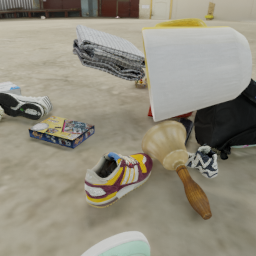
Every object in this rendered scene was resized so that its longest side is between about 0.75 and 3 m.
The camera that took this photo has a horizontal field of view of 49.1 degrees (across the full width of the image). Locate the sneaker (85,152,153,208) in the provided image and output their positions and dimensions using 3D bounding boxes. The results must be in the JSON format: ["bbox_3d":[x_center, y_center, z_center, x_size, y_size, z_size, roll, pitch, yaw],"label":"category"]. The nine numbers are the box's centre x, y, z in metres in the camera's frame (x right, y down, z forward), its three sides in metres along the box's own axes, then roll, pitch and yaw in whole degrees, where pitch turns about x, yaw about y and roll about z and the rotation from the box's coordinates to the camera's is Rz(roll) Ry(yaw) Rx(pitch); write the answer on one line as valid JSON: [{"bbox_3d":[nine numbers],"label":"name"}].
[{"bbox_3d":[-0.115,0.986,6.919,0.858,1.032,2.291,18,32,32],"label":"sneaker"}]

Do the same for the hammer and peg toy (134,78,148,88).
[{"bbox_3d":[0.700,-2.386,14.418,0.755,0.362,1.026,1,27,1],"label":"hammer and peg toy"}]

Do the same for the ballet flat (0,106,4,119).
[{"bbox_3d":[-5.008,-0.483,10.426,0.633,0.641,1.882,1,36,-9],"label":"ballet flat"}]

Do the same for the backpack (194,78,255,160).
[{"bbox_3d":[3.600,-0.524,8.667,2.944,2.457,1.863,-2,22,-18],"label":"backpack"}]

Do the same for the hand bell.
[{"bbox_3d":[1.369,1.099,6.927,1.346,1.346,2.586,-8,39,-15],"label":"hand bell"}]

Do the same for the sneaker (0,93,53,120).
[{"bbox_3d":[-4.044,-0.939,11.251,2.262,0.853,1.301,17,22,16],"label":"sneaker"}]

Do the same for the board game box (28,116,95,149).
[{"bbox_3d":[-2.227,0.099,9.499,1.830,0.317,1.240,13,29,25],"label":"board game box"}]

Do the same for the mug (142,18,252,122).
[{"bbox_3d":[1.526,-1.654,6.616,2.245,2.735,2.190,-8,-5,5],"label":"mug"}]

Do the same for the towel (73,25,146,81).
[{"bbox_3d":[-0.767,-2.794,10.688,2.647,1.133,2.192,9,29,-24],"label":"towel"}]

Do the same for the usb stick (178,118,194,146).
[{"bbox_3d":[1.744,0.213,9.256,0.577,0.339,2.081,19,31,14],"label":"usb stick"}]

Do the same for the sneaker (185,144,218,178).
[{"bbox_3d":[1.929,0.723,7.673,0.513,0.836,1.284,-14,29,-27],"label":"sneaker"}]

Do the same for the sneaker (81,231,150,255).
[{"bbox_3d":[-0.378,2.694,3.388,3.006,1.106,1.773,-33,34,-32],"label":"sneaker"}]

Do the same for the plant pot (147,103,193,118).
[{"bbox_3d":[1.878,-1.423,11.088,1.659,1.882,1.880,16,29,5],"label":"plant pot"}]

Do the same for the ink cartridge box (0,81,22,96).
[{"bbox_3d":[-5.567,-1.665,12.784,0.917,0.529,1.264,-21,34,-36],"label":"ink cartridge box"}]
